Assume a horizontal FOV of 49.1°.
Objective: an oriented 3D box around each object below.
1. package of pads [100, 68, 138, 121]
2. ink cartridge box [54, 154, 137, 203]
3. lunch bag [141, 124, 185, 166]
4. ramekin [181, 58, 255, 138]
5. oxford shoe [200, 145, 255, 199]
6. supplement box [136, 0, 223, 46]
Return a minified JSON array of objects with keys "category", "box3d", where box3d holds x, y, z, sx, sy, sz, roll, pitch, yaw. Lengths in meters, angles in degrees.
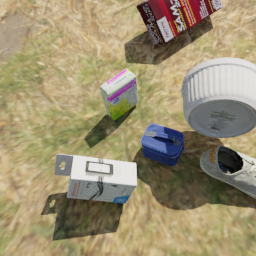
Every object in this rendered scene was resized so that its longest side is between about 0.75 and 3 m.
[{"category":"package of pads","box3d":[-0.175,-0.826,6.931,0.886,1.147,0.391,-38,62,-17]},{"category":"ink cartridge box","box3d":[-0.727,1.084,5.852,1.642,0.952,0.557,9,51,-11]},{"category":"lunch bag","box3d":[0.829,0.381,6.482,1.017,0.673,0.691,16,61,21]},{"category":"ramekin","box3d":[1.988,-0.524,5.893,1.753,1.753,0.920,8,58,4]},{"category":"oxford shoe","box3d":[2.809,1.027,6.269,2.366,0.683,0.890,20,59,2]},{"category":"supplement box","box3d":[1.536,-3.525,8.126,2.327,0.708,1.266,-36,112,-15]}]
